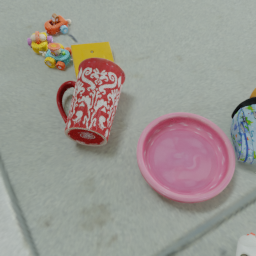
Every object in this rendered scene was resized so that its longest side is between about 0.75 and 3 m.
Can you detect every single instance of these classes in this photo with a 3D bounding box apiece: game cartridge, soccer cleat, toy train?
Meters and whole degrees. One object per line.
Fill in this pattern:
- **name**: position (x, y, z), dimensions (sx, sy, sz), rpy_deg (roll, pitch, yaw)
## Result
- **game cartridge**: position (-1.223, -2.343, 10.024), dimensions (1.435, 0.264, 1.628), rpy_deg (-8, 67, -11)
- **soccer cleat**: position (3.523, 3.263, 6.630), dimensions (1.917, 0.664, 0.744), rpy_deg (26, 67, 22)
- **toy train**: position (-2.653, -3.383, 10.477), dimensions (2.003, 0.742, 2.666), rpy_deg (-31, 64, -17)

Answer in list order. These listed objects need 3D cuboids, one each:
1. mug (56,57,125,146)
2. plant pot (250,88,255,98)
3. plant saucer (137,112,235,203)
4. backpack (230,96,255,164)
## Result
- **mug**: position (-1.183, -0.676, 8.681), dimensions (2.060, 1.548, 2.321), rpy_deg (-18, 53, 43)
- **plant pot**: position (4.433, -0.840, 8.870), dimensions (0.977, 1.067, 1.067), rpy_deg (30, 63, 33)
- **plant saucer**: position (1.593, 0.837, 8.002), dimensions (2.725, 0.691, 2.725), rpy_deg (0, 59, 0)
- **backpack**: position (3.573, 0.181, 8.106), dimensions (1.332, 1.414, 1.733), rpy_deg (-20, 67, -1)
